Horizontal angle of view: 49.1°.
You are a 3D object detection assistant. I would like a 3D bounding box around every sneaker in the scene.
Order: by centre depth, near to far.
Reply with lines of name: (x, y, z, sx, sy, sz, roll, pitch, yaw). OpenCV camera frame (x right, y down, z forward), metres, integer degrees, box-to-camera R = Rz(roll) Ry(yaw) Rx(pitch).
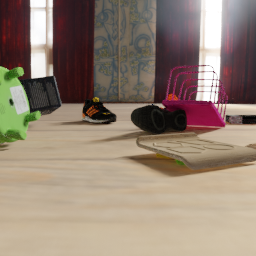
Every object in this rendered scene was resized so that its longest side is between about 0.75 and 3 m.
sneaker: (0.840, -0.202, 8.646, 2.269, 0.862, 1.030, 7, -6, -43)
sneaker: (-1.321, -0.781, 12.016, 0.830, 1.068, 2.374, -4, 8, -36)

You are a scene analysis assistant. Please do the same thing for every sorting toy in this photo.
sorting toy: (1.162, 0.409, 5.017, 1.535, 0.303, 1.659, -3, 12, -26)

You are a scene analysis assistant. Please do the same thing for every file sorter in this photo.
file sorter: (2.390, -1.038, 9.535, 1.564, 1.411, 2.250, 4, -15, 30)

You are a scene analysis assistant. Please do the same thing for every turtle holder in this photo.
turtle holder: (-3.142, -0.291, 6.102, 1.659, 1.775, 2.336, -11, 43, 7)

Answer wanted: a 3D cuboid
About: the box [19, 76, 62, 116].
box: (-3.862, -1.014, 10.332, 2.262, 1.211, 1.679, -14, 0, -29)

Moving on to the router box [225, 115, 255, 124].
router box: (4.823, -0.371, 11.667, 1.298, 0.331, 0.968, 1, 6, 6)

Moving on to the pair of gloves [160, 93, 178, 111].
pair of gloves: (1.525, -0.856, 10.608, 0.833, 0.935, 0.116, 16, 14, -48)
